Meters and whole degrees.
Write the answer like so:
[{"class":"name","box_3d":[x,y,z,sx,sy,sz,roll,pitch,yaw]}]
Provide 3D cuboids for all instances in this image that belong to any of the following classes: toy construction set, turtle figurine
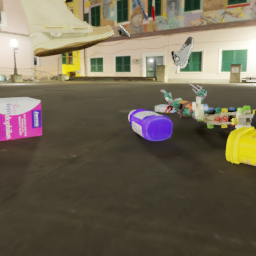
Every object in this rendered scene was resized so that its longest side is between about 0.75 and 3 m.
[{"class":"toy construction set","box_3d":[3.271,-0.369,9.643,2.359,1.087,1.547,15,16,16]},{"class":"turtle figurine","box_3d":[2.599,-1.007,11.884,1.963,1.320,2.622,-18,33,-23]}]

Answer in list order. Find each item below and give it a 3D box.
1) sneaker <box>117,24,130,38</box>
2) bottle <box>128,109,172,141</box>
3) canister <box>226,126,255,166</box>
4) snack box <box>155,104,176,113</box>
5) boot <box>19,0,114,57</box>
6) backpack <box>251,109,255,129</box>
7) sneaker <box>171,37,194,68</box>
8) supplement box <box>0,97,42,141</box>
[{"class":"sneaker","box_3d":[-0.235,-4.614,13.625,0.289,0.393,0.870,47,8,39]},{"class":"bottle","box_3d":[0.588,-0.171,9.097,0.961,0.751,2.300,-4,12,-17]},{"class":"canister","box_3d":[3.189,0.481,6.049,1.693,0.733,1.257,11,16,39]},{"class":"snack box","box_3d":[1.937,-0.984,14.168,0.942,0.319,0.795,5,13,30]},{"class":"boot","box_3d":[-1.308,-2.463,6.029,1.997,1.552,0.727,-23,9,-33]},{"class":"backpack","box_3d":[5.025,-0.212,6.733,2.389,2.252,2.929,7,18,-40]},{"class":"sneaker","box_3d":[2.639,-3.843,13.908,0.925,1.602,0.601,13,7,-20]},{"class":"supplement box","box_3d":[-3.970,-0.276,8.556,2.336,1.182,1.207,-10,15,-41]}]
